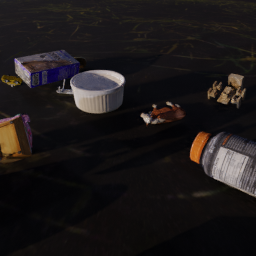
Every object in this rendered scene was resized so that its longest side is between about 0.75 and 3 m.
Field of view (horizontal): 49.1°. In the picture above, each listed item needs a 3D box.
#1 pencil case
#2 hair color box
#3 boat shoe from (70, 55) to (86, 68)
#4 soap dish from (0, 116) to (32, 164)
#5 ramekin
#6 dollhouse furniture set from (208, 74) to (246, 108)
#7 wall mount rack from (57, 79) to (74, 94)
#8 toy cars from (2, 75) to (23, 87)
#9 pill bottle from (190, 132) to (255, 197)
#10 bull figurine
[{"bbox_3d":[-4.316,0.346,8.386,2.807,1.227,1.227,-15,35,-21],"label":"pencil case"},{"bbox_3d":[-3.853,-2.920,13.526,2.664,0.863,1.456,-26,54,-37],"label":"hair color box"},{"bbox_3d":[-3.288,-3.655,15.275,2.025,0.742,0.635,6,27,-10],"label":"boat shoe"},{"bbox_3d":[-3.049,0.324,7.284,0.859,1.091,0.443,-17,-4,13],"label":"soap dish"},{"bbox_3d":[-1.195,-1.488,11.445,2.184,1.065,2.184,0,33,0],"label":"ramekin"},{"bbox_3d":[4.326,-1.468,11.917,1.315,0.932,1.432,23,60,33],"label":"dollhouse furniture set"},{"bbox_3d":[-2.669,-1.858,12.658,1.062,0.396,0.922,4,32,5],"label":"wall mount rack"},{"bbox_3d":[-5.051,-2.334,13.419,1.872,0.414,0.839,-25,54,-40],"label":"toy cars"},{"bbox_3d":[2.950,0.912,7.411,2.501,1.329,1.329,23,39,32],"label":"pill bottle"},{"bbox_3d":[1.268,-0.517,10.397,1.690,0.550,1.026,-4,33,-7],"label":"bull figurine"}]
